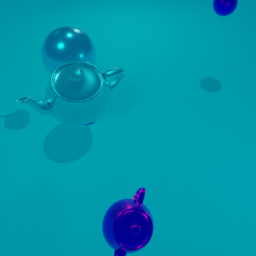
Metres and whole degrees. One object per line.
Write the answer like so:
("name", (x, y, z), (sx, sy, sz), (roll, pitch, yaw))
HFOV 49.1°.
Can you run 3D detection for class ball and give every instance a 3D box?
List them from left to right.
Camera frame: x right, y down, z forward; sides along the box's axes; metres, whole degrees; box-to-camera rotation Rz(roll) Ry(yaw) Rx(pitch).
("ball", (-1.518, -1.891, 7.249), (1.395, 1.395, 1.395), (0, 47, 0))
("ball", (3.110, -3.993, 8.975), (0.769, 0.769, 0.769), (0, 47, 0))

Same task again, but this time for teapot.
("teapot", (-0.585, -0.400, 3.097), (1.219, 0.597, 0.758), (-23, 65, -17))
("teapot", (0.023, 1.576, 4.339), (0.841, 0.662, 1.353), (21, 75, -10))
